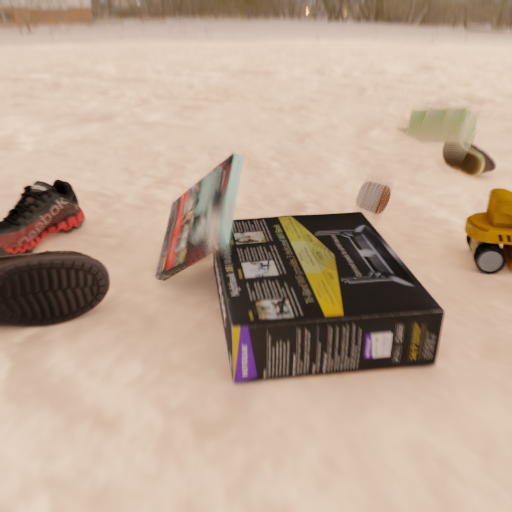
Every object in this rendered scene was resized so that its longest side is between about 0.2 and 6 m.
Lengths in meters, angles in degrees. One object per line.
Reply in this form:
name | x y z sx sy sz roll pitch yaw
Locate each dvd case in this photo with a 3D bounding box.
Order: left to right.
dvd case | -0.876 -0.518 8.282 0.214 1.941 1.417 22 61 -26

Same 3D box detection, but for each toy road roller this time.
toy road roller | 4.275 -0.407 9.088 1.680 1.226 1.032 5 26 9

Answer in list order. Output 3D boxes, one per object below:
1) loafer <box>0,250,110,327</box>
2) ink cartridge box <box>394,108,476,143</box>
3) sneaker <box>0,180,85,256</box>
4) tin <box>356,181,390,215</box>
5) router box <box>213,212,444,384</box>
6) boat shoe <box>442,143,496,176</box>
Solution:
loafer | -3.490 0.381 7.679 2.852 1.041 1.012 -8 28 -16
ink cartridge box | 2.711 -2.008 8.428 0.856 0.439 1.158 8 3 36
sneaker | -3.994 -0.718 9.910 0.789 1.090 2.232 15 31 23
tin | 2.072 -1.051 9.977 0.199 0.532 0.950 21 6 -18
router box | 0.738 0.383 7.900 2.536 0.842 3.225 -3 26 -7
boat shoe | 5.274 -2.438 13.987 0.623 0.704 1.923 5 29 -12
